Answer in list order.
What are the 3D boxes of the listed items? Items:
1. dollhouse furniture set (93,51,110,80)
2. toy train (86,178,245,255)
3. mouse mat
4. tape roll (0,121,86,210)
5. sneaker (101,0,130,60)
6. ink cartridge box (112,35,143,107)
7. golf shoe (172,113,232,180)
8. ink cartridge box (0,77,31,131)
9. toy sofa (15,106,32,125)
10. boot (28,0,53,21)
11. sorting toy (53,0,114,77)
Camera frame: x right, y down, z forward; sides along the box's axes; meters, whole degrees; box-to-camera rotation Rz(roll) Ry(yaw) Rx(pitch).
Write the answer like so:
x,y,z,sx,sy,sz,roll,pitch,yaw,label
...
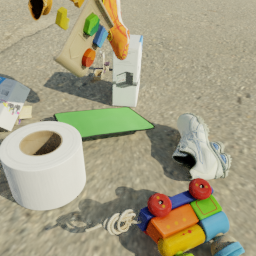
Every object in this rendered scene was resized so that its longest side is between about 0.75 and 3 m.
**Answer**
x,y,z,sx,sy,sz,roll,pitch,yaw,label
-1.064,-2.860,12.736,1.109,0.994,1.400,3,35,5,dollhouse furniture set
0.766,2.215,5.451,2.789,1.181,1.614,-15,51,-21,toy train
-0.830,-0.235,9.137,2.863,0.108,2.304,-6,23,-23,mouse mat
-2.068,0.883,7.039,1.940,1.332,1.940,1,35,0,tape roll
-0.552,-2.999,8.194,0.893,0.845,2.316,-10,74,-27,sneaker
-0.020,-2.184,10.634,0.955,2.281,1.655,5,35,4,ink cartridge box
1.774,0.446,8.040,1.271,1.024,2.615,-13,35,-9,golf shoe
-4.205,-0.642,9.252,1.125,0.663,1.954,17,79,29,ink cartridge box
-4.142,-0.612,9.980,1.397,0.682,0.579,17,13,23,toy sofa
-3.084,-4.272,9.623,0.812,2.307,1.651,5,66,-12,boot
-1.050,-2.169,6.598,0.313,1.741,2.337,33,2,12,sorting toy
